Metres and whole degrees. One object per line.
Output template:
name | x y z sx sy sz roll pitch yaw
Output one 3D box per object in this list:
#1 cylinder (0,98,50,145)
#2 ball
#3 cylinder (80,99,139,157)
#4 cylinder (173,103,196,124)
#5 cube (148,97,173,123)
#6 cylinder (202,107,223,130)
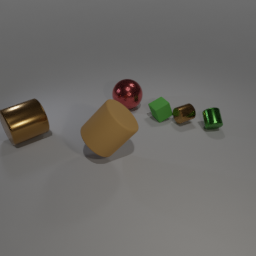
cylinder | -3.912 -0.243 10.573 1.400 1.400 1.400 -26 39 -29
ball | -0.027 -1.543 12.828 1.400 1.400 1.400 0 31 0
cylinder | -0.610 0.010 9.264 1.400 1.400 1.400 38 24 -20
cylinder | 2.346 -0.606 11.708 0.700 0.700 0.700 -19 36 -21
cube | 1.405 -0.798 12.080 0.700 0.700 0.700 -30 37 -7
cylinder | 3.411 -0.375 11.308 0.700 0.700 0.700 -4 69 -6
